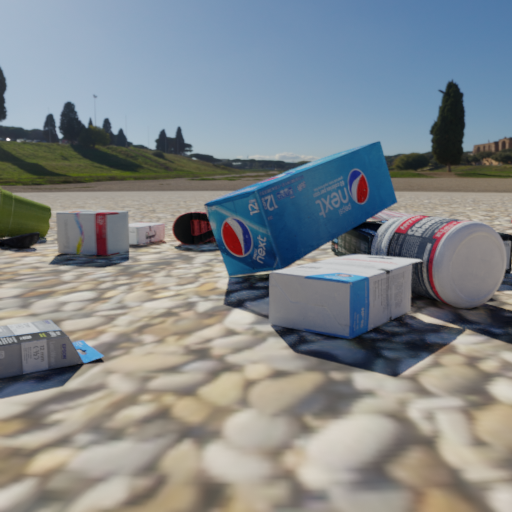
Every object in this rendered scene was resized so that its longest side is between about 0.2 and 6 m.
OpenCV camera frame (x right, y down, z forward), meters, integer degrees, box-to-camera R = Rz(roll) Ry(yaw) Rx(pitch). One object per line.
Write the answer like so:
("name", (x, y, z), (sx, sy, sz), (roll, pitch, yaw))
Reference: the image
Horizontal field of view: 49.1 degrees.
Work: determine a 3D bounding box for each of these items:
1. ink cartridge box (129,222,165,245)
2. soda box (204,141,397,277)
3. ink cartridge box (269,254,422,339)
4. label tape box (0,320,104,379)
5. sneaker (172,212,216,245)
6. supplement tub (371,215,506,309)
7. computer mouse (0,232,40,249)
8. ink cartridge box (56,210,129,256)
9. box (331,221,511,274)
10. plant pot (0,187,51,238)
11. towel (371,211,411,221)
("ink cartridge box", (-2.579, -0.508, 12.408), (0.696, 0.405, 0.955), (5, 8, 28))
("soda box", (0.860, -0.833, 8.899), (1.109, 1.172, 3.457), (-9, 13, 45))
("ink cartridge box", (0.997, 0.360, 5.872), (0.957, 0.559, 1.649), (6, 11, 39))
("label tape box", (-1.733, 0.711, 4.500), (0.850, 0.281, 0.609), (-7, 11, -33))
("sneaker", (-0.653, -0.721, 12.304), (2.339, 0.862, 1.014), (-1, 7, -6))
("supplement tub", (2.143, 0.020, 6.739), (0.988, 0.988, 1.408), (-4, 10, -23))
("computer mouse", (-4.825, -0.275, 11.460), (1.046, 0.276, 0.724), (-9, 5, 30))
("ink cartridge box", (-3.100, -0.455, 10.641), (1.115, 0.806, 0.810), (2, 9, 17))
("box", (2.582, -0.188, 9.381), (2.170, 0.628, 2.730), (-1, 8, -4))
("plant pot", (-5.447, -0.879, 13.016), (1.178, 1.240, 1.240), (10, 2, -32))
("towel", (3.886, -0.793, 13.761), (2.418, 0.362, 1.769), (6, 11, -20))
